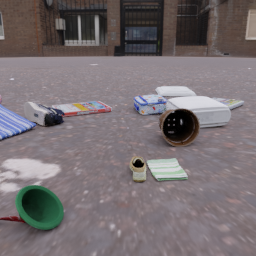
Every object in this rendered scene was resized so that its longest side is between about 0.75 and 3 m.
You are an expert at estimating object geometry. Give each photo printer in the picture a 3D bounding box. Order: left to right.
[{"bbox_3d":[2.096,-0.568,8.879,1.558,0.650,1.873,-4,18,-7],"label":"photo printer"}]

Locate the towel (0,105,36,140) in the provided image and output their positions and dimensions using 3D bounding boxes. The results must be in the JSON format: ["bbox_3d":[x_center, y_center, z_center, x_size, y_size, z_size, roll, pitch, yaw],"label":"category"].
[{"bbox_3d":[-4.145,-0.128,7.265,2.021,0.333,2.791,26,27,22],"label":"towel"}]

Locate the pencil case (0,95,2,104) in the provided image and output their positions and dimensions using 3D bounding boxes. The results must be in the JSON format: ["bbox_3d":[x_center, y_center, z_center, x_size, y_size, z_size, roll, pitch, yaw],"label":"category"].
[{"bbox_3d":[-5.089,-0.994,10.517,0.533,0.533,1.219,-4,19,-13],"label":"pencil case"}]

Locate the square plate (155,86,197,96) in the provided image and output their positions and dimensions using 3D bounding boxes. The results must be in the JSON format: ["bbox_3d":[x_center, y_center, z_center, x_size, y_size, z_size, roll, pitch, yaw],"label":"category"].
[{"bbox_3d":[2.279,-1.807,13.615,1.744,0.250,1.761,-1,17,-1],"label":"square plate"}]

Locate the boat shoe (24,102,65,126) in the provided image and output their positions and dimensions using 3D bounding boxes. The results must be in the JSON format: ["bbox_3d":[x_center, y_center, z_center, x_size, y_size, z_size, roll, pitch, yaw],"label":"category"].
[{"bbox_3d":[-2.636,-0.442,8.831,0.745,0.600,1.607,-4,22,-43],"label":"boat shoe"}]

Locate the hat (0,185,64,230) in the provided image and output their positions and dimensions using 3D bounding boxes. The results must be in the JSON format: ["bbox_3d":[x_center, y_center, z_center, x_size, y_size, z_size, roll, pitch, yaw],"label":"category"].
[{"bbox_3d":[-1.431,1.269,3.989,0.814,0.716,0.674,42,25,4],"label":"hat"}]

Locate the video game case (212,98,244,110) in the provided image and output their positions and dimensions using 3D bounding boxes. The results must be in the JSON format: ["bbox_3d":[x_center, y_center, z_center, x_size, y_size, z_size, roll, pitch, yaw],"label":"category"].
[{"bbox_3d":[3.655,-0.962,10.990,1.285,0.156,1.412,13,21,40],"label":"video game case"}]

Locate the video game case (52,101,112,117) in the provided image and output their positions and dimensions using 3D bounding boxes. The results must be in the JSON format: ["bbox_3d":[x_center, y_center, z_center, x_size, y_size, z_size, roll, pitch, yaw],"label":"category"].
[{"bbox_3d":[-1.703,-0.713,10.211,1.874,0.164,1.340,-9,19,-24],"label":"video game case"}]

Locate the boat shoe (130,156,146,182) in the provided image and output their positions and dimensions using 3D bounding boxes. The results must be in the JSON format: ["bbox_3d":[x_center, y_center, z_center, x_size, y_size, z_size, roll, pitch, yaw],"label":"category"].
[{"bbox_3d":[0.207,0.712,5.398,0.330,0.296,0.893,-2,17,-6],"label":"boat shoe"}]

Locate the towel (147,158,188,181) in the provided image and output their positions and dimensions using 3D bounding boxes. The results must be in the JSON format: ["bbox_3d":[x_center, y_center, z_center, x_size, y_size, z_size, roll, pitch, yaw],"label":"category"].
[{"bbox_3d":[0.751,0.797,5.468,0.637,0.098,0.836,-3,18,-6],"label":"towel"}]

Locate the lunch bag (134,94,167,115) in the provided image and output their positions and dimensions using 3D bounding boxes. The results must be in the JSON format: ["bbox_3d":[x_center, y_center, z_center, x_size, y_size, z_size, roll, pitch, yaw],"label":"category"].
[{"bbox_3d":[0.779,-0.860,10.110,1.129,0.532,1.409,-5,17,-10],"label":"lunch bag"}]

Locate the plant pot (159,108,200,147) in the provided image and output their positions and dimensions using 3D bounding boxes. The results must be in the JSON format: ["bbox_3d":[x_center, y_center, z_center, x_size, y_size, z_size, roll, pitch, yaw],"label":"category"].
[{"bbox_3d":[1.216,-0.086,7.090,0.940,0.940,0.930,-2,10,-5],"label":"plant pot"}]
